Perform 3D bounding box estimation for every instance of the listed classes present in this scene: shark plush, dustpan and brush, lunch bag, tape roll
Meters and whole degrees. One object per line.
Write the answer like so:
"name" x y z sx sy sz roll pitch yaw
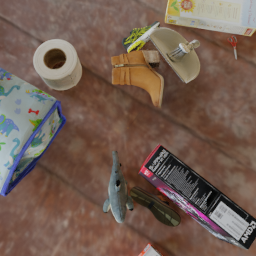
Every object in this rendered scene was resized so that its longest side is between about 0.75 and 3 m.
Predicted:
"shark plush" -0.192 1.606 7.786 0.866 0.794 1.906 7 77 2
"dustpan and brush" 1.646 -2.277 8.131 0.686 2.396 1.672 -38 90 27
"lunch bag" -3.449 0.085 7.641 2.383 1.786 2.803 28 68 6
"tape roll" -2.113 -1.910 8.554 1.305 0.896 1.305 0 76 0

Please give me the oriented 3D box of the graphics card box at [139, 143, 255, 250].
"graphics card box" 1.651 1.735 7.199 2.989 1.875 0.760 37 77 7

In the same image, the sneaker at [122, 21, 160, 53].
"sneaker" 0.409 -3.022 8.997 1.454 0.541 0.615 -42 80 -9

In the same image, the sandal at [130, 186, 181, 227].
"sandal" 0.802 2.120 7.835 1.639 0.670 0.447 33 39 7

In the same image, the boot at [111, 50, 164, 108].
"boot" 0.274 -1.446 8.575 1.537 0.732 1.987 -6 68 -1

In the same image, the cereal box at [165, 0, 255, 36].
"cereal box" 2.825 -4.284 9.266 2.917 0.576 2.099 11 77 3

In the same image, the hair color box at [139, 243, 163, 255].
"hair color box" 0.312 4.072 7.334 0.923 0.557 1.818 43 81 9

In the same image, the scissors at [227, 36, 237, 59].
"scissors" 3.514 -2.643 9.155 0.304 0.058 0.832 -16 76 -6
